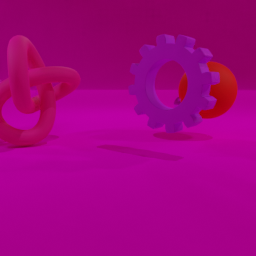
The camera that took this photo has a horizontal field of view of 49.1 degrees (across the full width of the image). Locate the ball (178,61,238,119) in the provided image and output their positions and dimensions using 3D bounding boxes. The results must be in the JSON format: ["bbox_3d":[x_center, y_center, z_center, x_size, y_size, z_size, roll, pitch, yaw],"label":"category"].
[{"bbox_3d":[1.723,-0.814,6.095,1.234,1.234,1.234,0,8,0],"label":"ball"}]

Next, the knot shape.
[{"bbox_3d":[-1.847,-0.559,5.274,0.906,1.835,1.961,25,-6,23],"label":"knot shape"}]

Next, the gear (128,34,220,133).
[{"bbox_3d":[0.671,-0.693,4.474,1.505,1.505,0.278,7,12,40],"label":"gear"}]

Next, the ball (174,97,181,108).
[{"bbox_3d":[2.225,-0.935,11.362,0.745,0.745,0.745,0,8,0],"label":"ball"}]
